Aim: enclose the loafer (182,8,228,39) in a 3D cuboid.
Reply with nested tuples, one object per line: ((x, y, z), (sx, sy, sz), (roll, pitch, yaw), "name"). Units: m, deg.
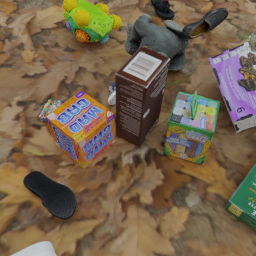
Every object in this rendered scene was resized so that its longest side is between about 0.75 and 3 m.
((2.220, -2.880, 7.846), (1.373, 0.500, 0.496), (-31, 30, 7), "loafer")

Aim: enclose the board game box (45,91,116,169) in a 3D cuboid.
((-1.291, 0.044, 8.009), (1.328, 1.328, 1.327), (35, 60, 24), "board game box")

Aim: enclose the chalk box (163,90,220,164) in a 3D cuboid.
((1.773, -0.126, 7.743), (1.212, 1.958, 1.218), (16, 54, 12), "chalk box")

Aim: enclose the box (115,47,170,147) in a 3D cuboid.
((0.341, -0.759, 7.847), (0.965, 2.575, 1.289), (28, 58, 16), "box")

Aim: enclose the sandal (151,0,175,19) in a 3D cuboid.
((1.559, -5.754, 13.055), (0.764, 0.486, 2.032), (-14, 54, -11), "sandal")

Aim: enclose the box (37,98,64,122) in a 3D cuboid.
((-2.529, -0.574, 9.235), (0.590, 0.163, 0.864), (11, 53, 9), "box")

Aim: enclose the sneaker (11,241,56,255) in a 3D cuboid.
((-2.709, 3.459, 5.531), (2.864, 1.043, 1.213), (-24, 53, -19), "sneaker")

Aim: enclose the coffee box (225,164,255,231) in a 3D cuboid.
((3.850, 1.602, 7.287), (1.568, 0.561, 2.550), (34, 59, 24), "coffee box")

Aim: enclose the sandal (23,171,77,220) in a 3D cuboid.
((-2.002, 1.749, 7.332), (1.976, 0.445, 0.742), (26, 50, 36), "sandal")

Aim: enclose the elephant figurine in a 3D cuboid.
((1.550, -3.168, 10.300), (2.957, 2.092, 2.294), (-12, 81, -28), "elephant figurine")

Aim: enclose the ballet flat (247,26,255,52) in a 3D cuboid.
((3.163, -2.086, 6.091), (0.972, 2.709, 0.972), (1, 93, 15), "ballet flat")

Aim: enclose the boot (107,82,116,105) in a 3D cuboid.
((-0.465, -1.224, 9.637), (0.527, 0.425, 1.167), (22, 48, 27), "boot")

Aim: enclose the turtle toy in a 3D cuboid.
((-1.695, -4.331, 11.338), (2.010, 1.394, 2.758), (-9, 47, -38), "turtle toy")

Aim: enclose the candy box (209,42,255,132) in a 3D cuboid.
((4.238, -1.531, 8.424), (2.863, 1.024, 2.402), (-21, 62, 19), "candy box")
